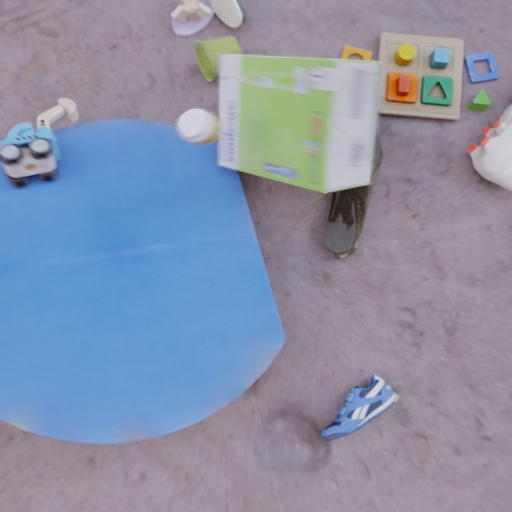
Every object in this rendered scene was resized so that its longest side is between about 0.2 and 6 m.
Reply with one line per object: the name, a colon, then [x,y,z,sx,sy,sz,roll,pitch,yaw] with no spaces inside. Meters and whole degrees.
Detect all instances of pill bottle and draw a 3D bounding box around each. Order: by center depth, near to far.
pill bottle: [-0.784,-1.759,7.635,0.446,0.804,0.446,1,98,9]

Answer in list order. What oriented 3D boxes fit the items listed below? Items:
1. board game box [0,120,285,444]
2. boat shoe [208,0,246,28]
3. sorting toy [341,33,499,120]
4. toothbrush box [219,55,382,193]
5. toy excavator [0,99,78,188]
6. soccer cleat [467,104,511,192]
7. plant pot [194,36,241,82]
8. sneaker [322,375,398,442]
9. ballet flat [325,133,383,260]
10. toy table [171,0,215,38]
board game box: [-2.219,0.267,9.113,4.491,1.107,5.684,-9,60,-13]
boat shoe: [-0.659,-5.247,10.493,0.664,0.782,2.148,-25,76,-24]
sorting toy: [3.023,-3.374,10.320,3.006,0.409,1.692,5,79,1]
toothbrush box: [0.567,-2.147,8.736,1.075,2.496,1.818,-16,116,-40]
toy excavator: [-3.537,-1.956,9.150,1.362,0.700,1.401,-14,61,-15]
soccer cleat: [5.054,-2.500,9.906,1.203,1.074,3.101,40,86,-2]
plant pot: [-0.661,-3.628,10.125,0.670,0.729,0.729,-26,80,-13]
sneaker: [1.611,2.506,9.176,1.435,0.530,0.590,-32,78,-12]
ballet flat: [1.727,-1.070,9.874,0.821,0.565,2.436,6,72,26]
toy table: [-1.199,-4.662,10.469,0.951,0.606,1.034,27,81,5]
